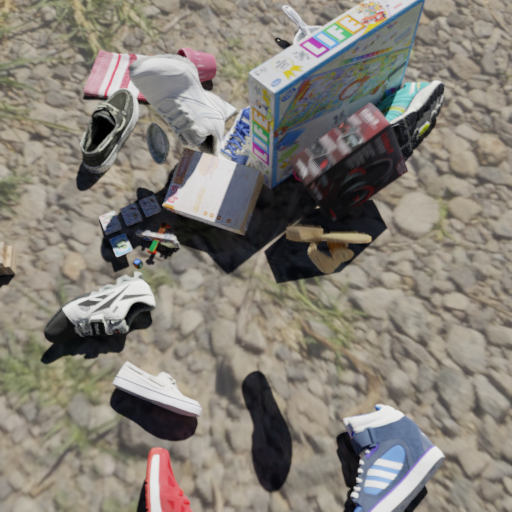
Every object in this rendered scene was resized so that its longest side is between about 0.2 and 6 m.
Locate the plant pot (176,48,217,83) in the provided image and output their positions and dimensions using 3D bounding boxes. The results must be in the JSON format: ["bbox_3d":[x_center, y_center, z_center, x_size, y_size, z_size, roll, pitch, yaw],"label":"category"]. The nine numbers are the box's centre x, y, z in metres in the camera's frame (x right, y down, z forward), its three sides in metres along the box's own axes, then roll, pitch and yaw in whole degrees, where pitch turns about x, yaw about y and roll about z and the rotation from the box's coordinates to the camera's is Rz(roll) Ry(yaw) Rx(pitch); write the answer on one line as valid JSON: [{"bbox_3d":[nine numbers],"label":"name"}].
[{"bbox_3d":[-1.488,-4.757,14.135,0.835,0.933,0.933,-11,59,-25],"label":"plant pot"}]

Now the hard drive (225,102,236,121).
[{"bbox_3d":[-1.048,-3.451,13.750,0.647,0.131,0.982,37,67,20],"label":"hard drive"}]

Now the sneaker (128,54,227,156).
[{"bbox_3d":[-1.449,-3.022,11.468,1.114,2.990,1.302,-15,69,27],"label":"sneaker"}]

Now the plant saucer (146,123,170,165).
[{"bbox_3d":[-2.058,-2.409,11.998,0.226,0.900,0.900,-19,60,-31],"label":"plant saucer"}]

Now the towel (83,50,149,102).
[{"bbox_3d":[-3.196,-4.608,14.373,2.149,0.244,1.548,6,60,3],"label":"towel"}]

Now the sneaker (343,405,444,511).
[{"bbox_3d":[1.847,3.513,9.333,2.176,0.876,1.593,-41,53,-12],"label":"sneaker"}]

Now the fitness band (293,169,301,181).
[{"bbox_3d":[1.032,-1.921,12.467,0.378,0.099,0.527,28,82,-23],"label":"fitness band"}]

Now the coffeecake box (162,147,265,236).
[{"bbox_3d":[-0.897,-1.370,11.950,1.774,0.648,1.361,19,86,10],"label":"coffeecake box"}]

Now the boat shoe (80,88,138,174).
[{"bbox_3d":[-3.422,-3.116,13.135,0.880,0.793,2.490,9,61,6],"label":"boat shoe"}]

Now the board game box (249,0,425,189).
[{"bbox_3d":[1.707,-3.692,12.255,4.372,2.939,0.748,-37,66,-20],"label":"board game box"}]

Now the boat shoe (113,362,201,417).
[{"bbox_3d":[-1.715,2.380,10.070,1.712,0.616,0.562,15,65,18],"label":"boat shoe"}]

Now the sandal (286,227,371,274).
[{"bbox_3d":[1.087,-0.056,8.618,0.700,1.909,0.628,-3,99,-28],"label":"sandal"}]

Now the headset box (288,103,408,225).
[{"bbox_3d":[1.997,-1.888,11.358,2.189,1.627,0.821,-35,53,6],"label":"headset box"}]

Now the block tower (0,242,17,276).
[{"bbox_3d":[-5.950,0.136,11.408,1.929,0.521,0.558,-7,59,-4],"label":"block tower"}]

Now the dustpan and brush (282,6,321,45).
[{"bbox_3d":[1.435,-5.657,14.712,1.723,0.707,2.469,-31,64,-17],"label":"dustpan and brush"}]

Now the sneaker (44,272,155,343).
[{"bbox_3d":[-2.924,1.170,10.634,2.150,0.797,0.951,-30,62,-16],"label":"sneaker"}]

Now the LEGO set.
[{"bbox_3d":[-2.462,-0.432,11.939,1.301,0.428,1.742,-24,52,-12],"label":"LEGO set"}]

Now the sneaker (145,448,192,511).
[{"bbox_3d":[-1.035,4.230,8.917,1.366,0.926,2.364,-4,72,-12],"label":"sneaker"}]

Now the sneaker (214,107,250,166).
[{"bbox_3d":[-0.349,-2.764,12.746,0.965,1.129,2.563,31,69,14],"label":"sneaker"}]

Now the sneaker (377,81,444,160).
[{"bbox_3d":[3.281,-3.127,13.196,1.199,1.167,3.011,23,56,36],"label":"sneaker"}]
